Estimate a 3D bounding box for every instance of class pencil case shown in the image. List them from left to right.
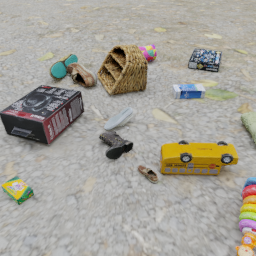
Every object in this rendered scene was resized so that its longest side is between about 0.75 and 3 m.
[{"bbox_3d":[0.535,-4.238,16.097,2.268,1.002,1.002,-12,37,-17],"label":"pencil case"}]

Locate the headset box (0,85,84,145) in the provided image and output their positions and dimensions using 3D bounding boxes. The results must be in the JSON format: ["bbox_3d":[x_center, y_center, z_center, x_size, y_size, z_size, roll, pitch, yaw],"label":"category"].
[{"bbox_3d":[-3.289,-0.550,10.783,2.034,1.055,2.733,11,38,21],"label":"headset box"}]

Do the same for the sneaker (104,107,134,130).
[{"bbox_3d":[-0.304,-0.260,10.967,1.330,0.471,0.486,-35,39,-9],"label":"sneaker"}]

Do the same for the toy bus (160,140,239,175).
[{"bbox_3d":[2.199,0.962,8.864,2.299,0.900,0.748,1,34,2],"label":"toy bus"}]

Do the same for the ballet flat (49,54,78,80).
[{"bbox_3d":[-3.575,-3.199,14.865,0.912,0.912,2.579,12,38,16],"label":"ballet flat"}]

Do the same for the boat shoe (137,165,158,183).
[{"bbox_3d":[0.637,1.384,8.793,0.322,0.306,0.852,-29,45,-34],"label":"boat shoe"}]

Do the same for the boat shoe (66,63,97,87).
[{"bbox_3d":[-2.473,-2.670,14.046,0.791,0.834,2.203,-32,44,-34],"label":"boat shoe"}]

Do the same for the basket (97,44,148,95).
[{"bbox_3d":[-0.370,-3.000,13.589,1.931,1.850,2.592,-10,36,-16],"label":"basket"}]

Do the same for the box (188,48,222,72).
[{"bbox_3d":[4.453,-3.927,16.051,1.672,0.484,2.104,11,37,15],"label":"box"}]

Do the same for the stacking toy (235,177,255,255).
[{"bbox_3d":[3.187,2.370,6.971,1.220,1.154,2.102,24,54,26],"label":"stacking toy"}]

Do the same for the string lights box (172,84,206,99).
[{"bbox_3d":[2.811,-1.714,13.030,1.383,0.408,0.711,-2,36,-2],"label":"string lights box"}]

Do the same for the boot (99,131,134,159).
[{"bbox_3d":[-0.602,0.546,9.845,1.191,0.474,1.368,28,30,34],"label":"boot"}]

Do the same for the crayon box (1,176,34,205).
[{"bbox_3d":[-3.243,1.819,8.227,0.867,0.252,0.515,26,43,31],"label":"crayon box"}]

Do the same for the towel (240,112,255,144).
[{"bbox_3d":[5.895,0.045,10.435,2.907,0.530,2.157,0,35,-1],"label":"towel"}]
